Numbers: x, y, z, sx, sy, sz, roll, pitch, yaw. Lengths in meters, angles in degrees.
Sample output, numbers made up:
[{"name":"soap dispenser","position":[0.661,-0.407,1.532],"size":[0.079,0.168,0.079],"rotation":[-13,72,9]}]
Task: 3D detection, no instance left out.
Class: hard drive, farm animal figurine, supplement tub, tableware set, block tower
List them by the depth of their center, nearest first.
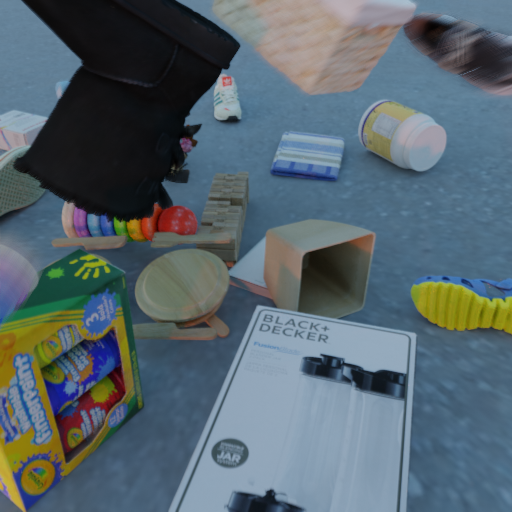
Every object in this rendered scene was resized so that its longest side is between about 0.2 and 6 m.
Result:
[{"name":"tableware set","position":[-1.778,0.538,7.905],"size":[2.902,0.581,1.918],"rotation":[-1,45,8]},{"name":"hard drive","position":[0.239,0.133,8.818],"size":[0.891,0.178,1.352],"rotation":[18,37,24]},{"name":"block tower","position":[-0.540,-0.673,9.602],"size":[0.679,0.634,2.349],"rotation":[4,34,4]},{"name":"farm animal figurine","position":[-1.846,-2.098,11.732],"size":[1.400,0.738,1.416],"rotation":[-3,39,18]},{"name":"supplement tub","position":[3.090,-2.554,11.915],"size":[1.172,1.172,1.612],"rotation":[-17,37,-24]}]

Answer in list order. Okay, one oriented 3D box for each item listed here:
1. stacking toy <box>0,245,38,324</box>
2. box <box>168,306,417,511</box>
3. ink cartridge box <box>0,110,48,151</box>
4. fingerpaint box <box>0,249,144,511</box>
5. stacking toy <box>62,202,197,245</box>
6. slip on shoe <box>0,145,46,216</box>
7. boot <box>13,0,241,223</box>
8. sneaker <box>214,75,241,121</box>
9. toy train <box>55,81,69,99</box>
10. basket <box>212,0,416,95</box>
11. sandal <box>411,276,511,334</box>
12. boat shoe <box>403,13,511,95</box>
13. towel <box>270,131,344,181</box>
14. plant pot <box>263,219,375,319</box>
[{"name":"stacking toy","position":[-2.102,0.494,3.957],"size":[0.523,0.523,1.224],"rotation":[12,52,17]},{"name":"box","position":[0.446,1.968,5.355],"size":[1.918,0.989,3.289],"rotation":[9,35,14]},{"name":"ink cartridge box","position":[-5.390,-2.826,12.854],"size":[1.373,0.568,1.000],"rotation":[17,37,23]},{"name":"fingerpaint box","position":[-2.013,1.216,5.576],"size":[0.730,1.990,1.660],"rotation":[23,39,29]},{"name":"stacking toy","position":[-1.948,-0.532,8.931],"size":[2.215,0.946,0.946],"rotation":[8,34,22]},{"name":"slip on shoe","position":[-4.799,-1.166,10.040],"size":[0.907,1.098,2.963],"rotation":[10,40,21]},{"name":"boot","position":[-2.078,-2.054,6.738],"size":[3.396,2.783,1.257],"rotation":[20,26,-34]},{"name":"sneaker","position":[-0.789,-4.126,14.507],"size":[0.665,0.883,1.888],"rotation":[-5,34,-7]},{"name":"toy train","position":[-2.065,-2.419,9.141],"size":[2.514,0.699,1.888],"rotation":[-23,-4,-38]},{"name":"basket","position":[0.739,-3.623,8.171],"size":[2.447,1.509,1.658],"rotation":[46,40,20]},{"name":"sandal","position":[3.032,0.603,7.727],"size":[1.819,0.723,0.792],"rotation":[12,32,2]},{"name":"boat shoe","position":[2.877,-2.881,7.778],"size":[0.730,0.773,2.154],"rotation":[-3,41,-31]},{"name":"towel","position":[1.151,-2.186,12.226],"size":[1.453,0.235,1.978],"rotation":[8,37,8]},{"name":"plant pot","position":[0.763,0.129,7.832],"size":[1.247,1.246,1.104],"rotation":[-15,33,-29]}]
